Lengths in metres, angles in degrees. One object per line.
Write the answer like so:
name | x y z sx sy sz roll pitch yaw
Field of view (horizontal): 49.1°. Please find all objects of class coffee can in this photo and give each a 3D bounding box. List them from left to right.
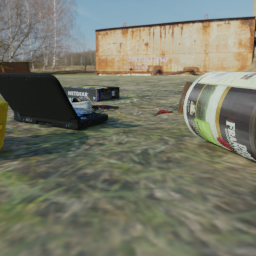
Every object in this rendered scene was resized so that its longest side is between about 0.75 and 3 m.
coffee can | 2.179 -0.260 5.093 1.519 1.519 2.076 -4 13 -17

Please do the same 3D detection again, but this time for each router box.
router box | -1.830 -1.764 13.943 2.271 0.593 1.785 9 15 35

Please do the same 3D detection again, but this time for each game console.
game console | -2.121 -0.831 7.829 2.509 1.460 2.207 8 15 30

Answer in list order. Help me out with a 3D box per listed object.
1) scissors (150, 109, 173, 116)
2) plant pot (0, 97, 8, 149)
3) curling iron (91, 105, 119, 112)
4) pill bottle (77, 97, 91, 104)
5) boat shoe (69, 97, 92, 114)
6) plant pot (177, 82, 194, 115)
scissors | 1.040 -0.523 9.659 1.289 0.090 0.471 -14 21 -43
plant pot | -3.040 -0.105 5.096 1.249 1.416 1.416 14 14 3
curling iron | -0.854 -0.717 10.179 1.362 0.174 0.338 -5 50 -46
pill bottle | -1.766 -0.832 9.989 0.511 0.511 0.879 9 15 34
boat shoe | -1.569 -0.691 8.292 1.251 0.445 0.436 8 15 33
plant pot | 2.226 -1.042 9.642 1.008 1.078 1.008 0 13 0
